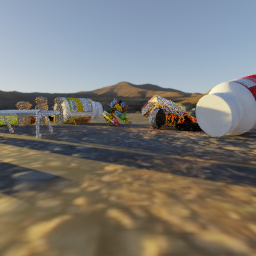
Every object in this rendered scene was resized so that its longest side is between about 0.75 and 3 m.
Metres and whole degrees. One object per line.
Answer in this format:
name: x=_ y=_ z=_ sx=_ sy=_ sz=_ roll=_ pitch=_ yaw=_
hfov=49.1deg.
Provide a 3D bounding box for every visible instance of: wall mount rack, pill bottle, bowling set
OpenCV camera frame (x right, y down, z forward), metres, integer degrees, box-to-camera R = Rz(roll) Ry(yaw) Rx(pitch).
wall mount rack: x=-2.933 y=-0.127 z=7.838 sx=2.100 sy=0.783 sz=1.824 roll=0 pitch=7 yaw=-5
pill bottle: x=-2.675 y=-0.970 z=15.514 sx=2.456 sy=1.364 sz=1.364 roll=-3 pitch=5 yaw=-43
bowling set: x=-4.345 y=-0.786 z=12.981 sx=1.709 sy=1.318 sz=2.456 roll=4 pitch=5 yaw=40
pill bottle: x=3.205 y=-0.658 z=7.959 sx=2.656 sy=1.491 sz=1.491 roll=-19 pitch=14 yaw=-35

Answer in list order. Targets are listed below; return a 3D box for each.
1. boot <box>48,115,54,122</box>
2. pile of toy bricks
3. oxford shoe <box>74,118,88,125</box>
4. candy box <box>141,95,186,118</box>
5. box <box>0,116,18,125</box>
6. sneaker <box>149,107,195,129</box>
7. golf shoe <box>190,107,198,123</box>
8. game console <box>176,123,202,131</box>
boot: x=-3.829 y=-0.596 z=15.864 sx=2.061 sy=0.725 sz=1.476 roll=-4 pitch=9 yaw=3
pile of toy bricks: x=-0.328 y=-0.527 z=12.880 sx=1.110 sy=1.248 sz=2.249 roll=39 pitch=-4 yaw=6
oxford shoe: x=-2.212 y=-0.351 z=13.074 sx=0.800 sy=0.285 sz=0.285 roll=-12 pitch=30 yaw=31
candy box: x=1.483 y=-0.685 z=11.480 sx=1.643 sy=0.454 sz=0.949 roll=18 pitch=-42 yaw=-32
box: x=-6.370 y=-0.457 z=12.588 sx=1.800 sy=0.704 sz=2.953 roll=1 pitch=4 yaw=18
sneaker: x=1.652 y=-0.349 z=10.438 sx=2.134 sy=0.835 sz=0.824 roll=-2 pitch=9 yaw=-39
golf shoe: x=3.493 y=-0.427 z=11.090 sx=1.191 sy=0.959 sz=2.450 roll=7 pitch=4 yaw=-16
game console: x=2.833 y=-0.027 z=9.418 sx=2.276 sy=0.274 sz=1.343 roll=4 pitch=5 yaw=40
